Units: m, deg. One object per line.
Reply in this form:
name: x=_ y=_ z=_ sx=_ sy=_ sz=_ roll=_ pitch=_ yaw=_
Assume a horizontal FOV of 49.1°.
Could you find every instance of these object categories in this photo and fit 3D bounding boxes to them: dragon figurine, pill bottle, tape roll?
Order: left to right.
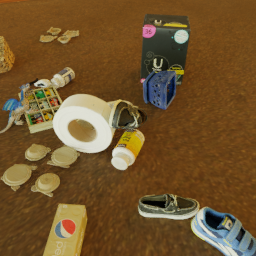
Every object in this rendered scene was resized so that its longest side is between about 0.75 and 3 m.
dragon figurine: x=-4.699 y=-0.767 z=11.718 sx=2.367 sy=0.697 sz=1.177 roll=-49 pitch=53 yaw=-3
pill bottle: x=-3.248 y=-2.452 z=13.854 sx=0.663 sy=0.663 sz=1.194 roll=21 pitch=44 yaw=22
tape roll: x=-1.519 y=-0.128 z=10.025 sx=2.182 sy=2.182 sz=0.763 roll=8 pitch=41 yaw=9
pill bottle: x=-0.018 y=0.761 z=10.032 sx=0.828 sy=0.828 sz=1.516 roll=14 pitch=43 yaw=16

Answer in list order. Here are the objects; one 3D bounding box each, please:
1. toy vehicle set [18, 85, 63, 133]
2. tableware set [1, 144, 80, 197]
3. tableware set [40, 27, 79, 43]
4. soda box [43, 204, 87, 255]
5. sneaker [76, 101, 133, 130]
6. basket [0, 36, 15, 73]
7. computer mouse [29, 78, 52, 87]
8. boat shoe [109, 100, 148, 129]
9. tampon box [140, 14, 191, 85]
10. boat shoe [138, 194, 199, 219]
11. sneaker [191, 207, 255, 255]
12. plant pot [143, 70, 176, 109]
toy vehicle set: x=-3.731 y=-0.909 z=12.323 sx=1.652 sy=0.353 sz=2.659 roll=-17 pitch=44 yaw=-19
tableware set: x=-3.010 y=1.336 z=9.809 sx=2.023 sy=0.281 sz=2.422 roll=13 pitch=43 yaw=14
tableware set: x=-4.463 y=-6.062 z=18.307 sx=2.435 sy=0.283 sz=2.034 roll=8 pitch=42 yaw=8
soda box: x=-1.682 y=3.179 z=7.322 sx=0.782 sy=0.739 sz=2.310 roll=3 pitch=41 yaw=3
sneaker: x=-1.079 y=-0.675 z=11.649 sx=2.651 sy=1.013 sz=1.067 roll=-16 pitch=34 yaw=-20
basket: x=-7.584 y=-3.548 z=15.014 sx=2.588 sy=1.928 sz=1.847 roll=-7 pitch=74 yaw=-8
computer mouse: x=-4.244 y=-2.216 z=13.572 sx=1.372 sy=0.301 sz=0.752 roll=8 pitch=28 yaw=32
boat shoe: x=0.041 y=-0.415 z=9.739 sx=0.906 sy=0.962 sz=2.679 roll=15 pitch=6 yaw=15
tampon box: x=1.768 y=-3.838 z=13.769 sx=2.141 sy=2.857 sz=1.803 roll=4 pitch=41 yaw=5
boat shoe: x=1.247 y=2.320 z=8.416 sx=1.868 sy=0.595 sz=0.661 roll=-2 pitch=41 yaw=-3
sneaker: x=2.789 y=2.906 z=7.507 sx=2.235 sy=0.919 sz=0.826 roll=24 pitch=44 yaw=23
plant pot: x=1.404 y=-1.800 z=12.663 sx=1.197 sy=1.331 sz=1.331 roll=14 pitch=43 yaw=24
